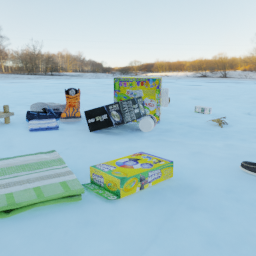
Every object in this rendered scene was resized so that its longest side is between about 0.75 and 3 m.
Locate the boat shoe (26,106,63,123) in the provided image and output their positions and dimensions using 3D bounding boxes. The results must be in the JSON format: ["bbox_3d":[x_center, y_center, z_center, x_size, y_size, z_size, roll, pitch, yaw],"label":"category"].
[{"bbox_3d":[-3.769,-0.642,12.897,0.773,0.631,1.838,10,16,38],"label":"boat shoe"}]

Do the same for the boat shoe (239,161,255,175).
[{"bbox_3d":[3.309,0.927,6.459,0.531,0.433,1.436,-11,17,-39],"label":"boat shoe"}]

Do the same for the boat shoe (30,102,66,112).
[{"bbox_3d":[-3.972,-1.000,14.340,2.028,0.730,0.666,-6,9,-24],"label":"boat shoe"}]

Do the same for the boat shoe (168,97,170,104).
[{"bbox_3d":[2.179,-1.763,18.040,0.584,0.597,1.686,6,5,28],"label":"boat shoe"}]

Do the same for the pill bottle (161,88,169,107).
[{"bbox_3d":[1.004,-1.773,15.996,2.621,1.460,1.460,3,13,9],"label":"pill bottle"}]

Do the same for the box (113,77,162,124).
[{"bbox_3d":[0.471,-1.303,12.713,2.069,1.993,1.262,3,13,9],"label":"box"}]

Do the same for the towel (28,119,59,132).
[{"bbox_3d":[-3.526,-0.136,11.681,1.207,0.196,1.644,-5,14,-18],"label":"towel"}]

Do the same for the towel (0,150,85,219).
[{"bbox_3d":[-2.157,1.125,6.011,1.873,0.385,2.511,-8,17,-24],"label":"towel"}]

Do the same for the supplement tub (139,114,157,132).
[{"bbox_3d":[0.773,-0.186,10.988,0.593,0.593,0.845,3,13,15],"label":"supplement tub"}]

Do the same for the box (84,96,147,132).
[{"bbox_3d":[-0.449,-0.576,11.128,1.655,0.870,2.021,-13,5,28],"label":"box"}]

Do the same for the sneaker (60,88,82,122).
[{"bbox_3d":[-2.700,-1.131,13.144,1.019,1.471,2.626,-2,13,-11],"label":"sneaker"}]

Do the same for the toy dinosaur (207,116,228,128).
[{"bbox_3d":[3.883,-0.309,12.062,0.645,0.371,1.275,-4,13,-10],"label":"toy dinosaur"}]

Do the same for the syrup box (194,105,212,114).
[{"bbox_3d":[4.013,-0.974,14.970,0.369,0.357,0.907,-9,16,-35],"label":"syrup box"}]

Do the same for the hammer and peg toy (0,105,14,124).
[{"bbox_3d":[-6.418,-0.579,12.098,2.438,0.860,1.794,5,14,22],"label":"hammer and peg toy"}]

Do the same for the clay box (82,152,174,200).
[{"bbox_3d":[0.006,0.993,6.145,1.850,0.440,1.063,-10,16,-41],"label":"clay box"}]
